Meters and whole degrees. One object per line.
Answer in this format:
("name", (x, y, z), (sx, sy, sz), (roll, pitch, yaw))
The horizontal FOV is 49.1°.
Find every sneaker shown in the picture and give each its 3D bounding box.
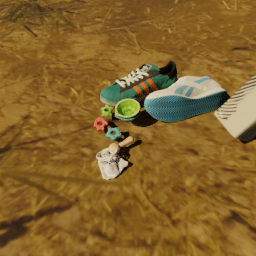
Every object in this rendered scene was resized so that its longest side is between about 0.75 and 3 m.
("sneaker", (0.396, -1.582, 9.359), (2.904, 1.160, 1.037), (-17, 38, -25))
("sneaker", (1.737, -1.009, 9.067), (2.845, 1.089, 1.149), (-10, 47, -23))

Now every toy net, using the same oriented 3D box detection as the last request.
("toy net", (-0.479, 0.210, 7.976), (1.338, 0.493, 2.551), (7, 54, 10))

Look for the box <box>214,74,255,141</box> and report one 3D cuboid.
("box", (3.884, -0.962, 7.590), (1.200, 2.921, 0.999), (12, 38, -49))
